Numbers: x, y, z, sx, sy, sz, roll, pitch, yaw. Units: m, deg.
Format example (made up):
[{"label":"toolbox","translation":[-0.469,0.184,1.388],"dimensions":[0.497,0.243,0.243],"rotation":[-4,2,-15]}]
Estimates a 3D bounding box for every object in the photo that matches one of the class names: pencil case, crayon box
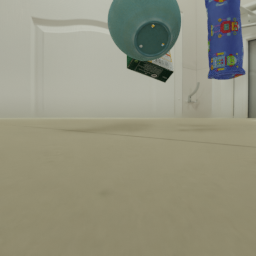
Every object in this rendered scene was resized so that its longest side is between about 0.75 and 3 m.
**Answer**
[{"label":"pencil case","translation":[2.941,-2.860,8.577],"dimensions":[1.104,2.830,1.229],"rotation":[-2,-2,6]},{"label":"crayon box","translation":[0.804,-3.130,11.054],"dimensions":[1.675,2.664,0.687],"rotation":[17,-41,-21]}]

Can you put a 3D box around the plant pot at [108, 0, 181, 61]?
[{"label":"plant pot","translation":[0.581,-2.926,8.298],"dimensions":[2.293,2.293,1.544],"rotation":[0,39,-8]}]
